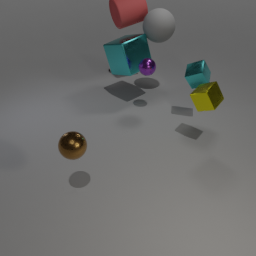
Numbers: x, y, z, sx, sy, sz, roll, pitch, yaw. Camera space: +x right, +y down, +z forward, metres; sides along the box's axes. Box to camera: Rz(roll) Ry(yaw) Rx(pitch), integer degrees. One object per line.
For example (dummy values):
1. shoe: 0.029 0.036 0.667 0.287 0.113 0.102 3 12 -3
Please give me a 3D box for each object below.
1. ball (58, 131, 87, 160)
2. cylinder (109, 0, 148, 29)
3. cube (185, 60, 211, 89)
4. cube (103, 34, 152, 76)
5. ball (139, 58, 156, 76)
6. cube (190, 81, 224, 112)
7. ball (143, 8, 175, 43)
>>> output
1. ball: -1.351 0.427 6.842 0.700 0.700 0.700 0 32 0
2. cylinder: 0.012 -5.550 13.125 1.400 1.400 1.400 -23 37 -11
3. cube: 2.629 -2.009 10.533 0.700 0.700 0.700 -9 50 36
4. cube: 0.009 -3.233 12.365 1.400 1.400 1.400 -33 30 -29
5. ball: 0.772 -2.442 11.188 0.700 0.700 0.700 0 32 0
6. cube: 2.619 -1.034 9.288 0.700 0.700 0.700 -43 23 -30
7. ball: 1.330 -4.394 12.049 1.400 1.400 1.400 0 32 0
